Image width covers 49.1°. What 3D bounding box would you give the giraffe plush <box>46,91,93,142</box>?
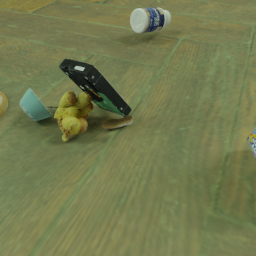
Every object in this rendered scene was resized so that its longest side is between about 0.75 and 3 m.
[{"bbox_3d":[-1.378,-0.243,6.974,1.194,1.030,0.968,-13,53,-12],"label":"giraffe plush"}]

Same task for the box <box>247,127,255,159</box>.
[{"bbox_3d":[3.995,0.108,5.378,2.280,2.196,1.391,-6,57,-8],"label":"box"}]

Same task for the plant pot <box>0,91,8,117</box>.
[{"bbox_3d":[-4.531,-0.615,7.842,2.161,0.297,2.161,-1,41,1],"label":"plant pot"}]

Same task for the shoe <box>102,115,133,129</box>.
[{"bbox_3d":[-0.259,-0.108,7.331,0.834,0.223,0.292,-14,49,-13],"label":"shoe"}]

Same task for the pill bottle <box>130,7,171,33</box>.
[{"bbox_3d":[0.954,-4.335,11.222,1.628,0.903,0.903,-22,45,-38],"label":"pill bottle"}]

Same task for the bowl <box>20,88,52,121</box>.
[{"bbox_3d":[-2.490,-0.546,7.415,0.488,0.932,0.932,-40,52,-10],"label":"bowl"}]

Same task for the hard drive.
[{"bbox_3d":[-0.783,-0.990,7.023,1.233,1.765,0.334,23,73,45],"label":"hard drive"}]
